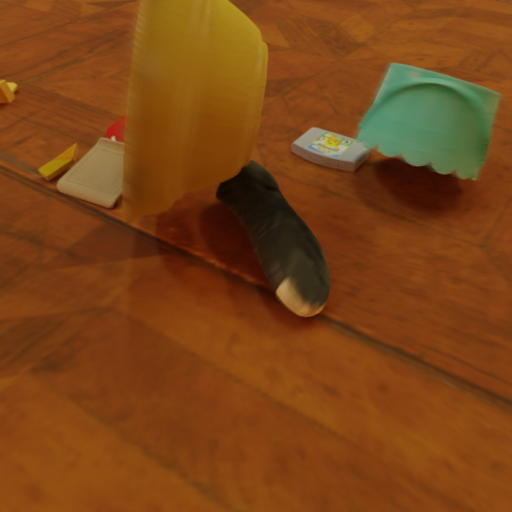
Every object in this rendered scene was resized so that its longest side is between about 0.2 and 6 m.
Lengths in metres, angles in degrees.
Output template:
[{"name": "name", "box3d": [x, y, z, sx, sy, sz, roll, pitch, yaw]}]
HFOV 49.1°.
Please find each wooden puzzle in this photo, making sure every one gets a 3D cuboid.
[{"name": "wooden puzzle", "box3d": [-2.560, -1.416, 9.515, 2.077, 0.243, 1.401, 24, 61, 24]}]

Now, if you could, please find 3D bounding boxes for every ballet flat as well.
[{"name": "ballet flat", "box3d": [0.214, -0.258, 8.068, 1.031, 0.881, 3.101, 16, 34, -35]}]

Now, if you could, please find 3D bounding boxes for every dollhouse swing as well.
[{"name": "dollhouse swing", "box3d": [-5.636, -3.669, 11.948, 0.821, 0.746, 0.722, 3, 62, 4]}]

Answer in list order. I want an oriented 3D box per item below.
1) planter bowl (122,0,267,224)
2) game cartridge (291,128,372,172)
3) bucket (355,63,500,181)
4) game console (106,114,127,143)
[{"name": "planter bowl", "box3d": [-0.732, -2.138, 7.512, 1.528, 3.669, 3.669, 8, 40, -8]}, {"name": "game cartridge", "box3d": [1.354, -1.948, 10.261, 1.305, 0.264, 0.870, 23, 49, 25]}, {"name": "bucket", "box3d": [2.805, -2.188, 9.095, 2.106, 1.371, 2.106, 15, 18, -5]}, {"name": "game console", "box3d": [-2.051, -2.115, 10.524, 1.236, 0.852, 1.435, -34, 42, 9]}]
